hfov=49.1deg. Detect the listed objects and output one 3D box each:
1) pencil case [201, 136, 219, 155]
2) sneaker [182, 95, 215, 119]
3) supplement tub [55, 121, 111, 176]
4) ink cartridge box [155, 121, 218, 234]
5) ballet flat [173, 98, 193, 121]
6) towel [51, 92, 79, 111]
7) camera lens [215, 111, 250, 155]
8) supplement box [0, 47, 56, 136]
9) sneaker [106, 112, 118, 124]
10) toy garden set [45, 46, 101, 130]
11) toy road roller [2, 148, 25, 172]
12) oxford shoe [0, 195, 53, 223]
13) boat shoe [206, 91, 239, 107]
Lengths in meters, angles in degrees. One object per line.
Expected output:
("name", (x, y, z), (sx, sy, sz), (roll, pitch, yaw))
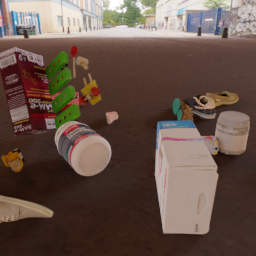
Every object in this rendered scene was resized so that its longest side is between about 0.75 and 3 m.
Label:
("pencil case", (2.135, 0.567, 8.912), (1.416, 0.589, 0.642), (0, 30, 2))
("sneaker", (3.027, -1.100, 12.546), (0.830, 0.840, 2.117), (-19, 28, -34))
("supplement tub", (-1.360, 0.544, 8.178), (1.180, 1.180, 1.682), (-14, 27, -30))
("ink cartridge box", (1.203, 1.009, 6.465), (0.978, 1.669, 2.310), (0, 23, -1))
("ballet flat", (2.392, -0.690, 11.937), (0.713, 0.669, 1.972), (18, 22, -9))
("towel", (-3.370, -1.371, 13.860), (1.879, 0.292, 2.599), (-3, 23, -9))
("camera lens", (3.317, 0.181, 8.982), (0.981, 1.227, 0.981), (0, 23, 0))
("supplement box", (-3.402, -1.192, 9.663), (0.844, 2.771, 1.508), (-14, -1, 18))
("sneaker", (-0.641, -0.452, 11.579), (0.502, 0.362, 0.961), (-8, 20, -5))
("toy garden set", (-1.799, -1.444, 9.268), (2.088, 2.505, 0.500), (-31, -26, 35))
("toy road roller", (-3.391, 0.968, 8.169), (0.555, 0.468, 0.761), (-17, 24, -3))
("oxford shoe", (-2.580, 1.807, 6.124), (1.890, 0.711, 0.546), (9, 65, 2))
("boat shoe", (4.631, -1.528, 13.743), (2.076, 0.653, 0.757), (-11, 25, -23))
